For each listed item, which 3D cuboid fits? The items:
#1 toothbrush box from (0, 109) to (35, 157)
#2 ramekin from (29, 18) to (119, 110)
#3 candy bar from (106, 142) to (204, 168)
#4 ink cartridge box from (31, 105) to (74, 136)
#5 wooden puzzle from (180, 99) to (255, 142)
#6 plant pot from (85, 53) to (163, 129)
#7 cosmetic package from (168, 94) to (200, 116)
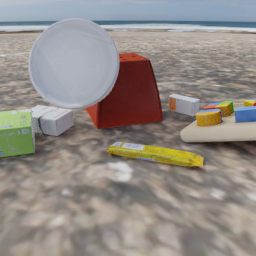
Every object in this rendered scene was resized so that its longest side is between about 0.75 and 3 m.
[{"bbox_3d":[-3.487,0.150,7.426,1.880,0.809,1.369,-7,25,-17],"label":"toothbrush box"},{"bbox_3d":[-1.352,-1.621,7.591,2.360,2.360,1.099,3,-1,6],"label":"ramekin"},{"bbox_3d":[0.641,0.648,6.960,2.446,0.271,0.610,7,20,17],"label":"candy bar"},{"bbox_3d":[-2.494,-0.253,8.703,1.311,0.549,0.951,8,25,19],"label":"ink cartridge box"},{"bbox_3d":[3.096,-0.392,8.181,2.479,0.620,2.677,-3,19,35],"label":"wooden puzzle"},{"bbox_3d":[-0.224,-1.433,9.609,2.292,2.020,2.290,-7,24,-17],"label":"plant pot"},{"bbox_3d":[1.987,-0.830,10.064,1.083,0.549,0.386,19,30,38],"label":"cosmetic package"}]
